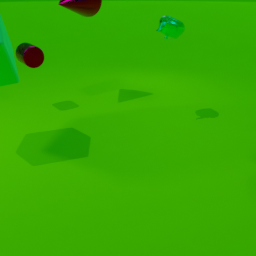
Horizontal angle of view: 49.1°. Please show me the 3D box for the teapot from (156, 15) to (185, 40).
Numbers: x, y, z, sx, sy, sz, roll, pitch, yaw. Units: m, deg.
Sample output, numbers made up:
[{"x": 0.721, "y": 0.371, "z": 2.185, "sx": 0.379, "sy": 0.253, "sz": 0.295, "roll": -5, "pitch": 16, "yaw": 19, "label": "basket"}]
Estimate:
[{"x": 1.196, "y": -2.862, "z": 8.076, "sx": 0.786, "sy": 0.619, "sz": 1.264, "roll": 36, "pitch": 25, "yaw": 26, "label": "teapot"}]

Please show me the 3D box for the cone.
[{"x": -1.822, "y": -4.191, "z": 9.142, "sx": 1.429, "sy": 1.429, "sz": 1.434, "roll": 13, "pitch": 38, "yaw": 24, "label": "cone"}]

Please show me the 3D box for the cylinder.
[{"x": -3.240, "y": -2.403, "z": 9.254, "sx": 0.709, "sy": 0.709, "sz": 0.709, "roll": -21, "pitch": 36, "yaw": -35, "label": "cylinder"}]

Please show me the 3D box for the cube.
[{"x": -3.380, "y": -1.775, "z": 6.307, "sx": 1.323, "sy": 1.323, "sz": 1.323, "roll": -15, "pitch": 64, "yaw": -13, "label": "cube"}]
